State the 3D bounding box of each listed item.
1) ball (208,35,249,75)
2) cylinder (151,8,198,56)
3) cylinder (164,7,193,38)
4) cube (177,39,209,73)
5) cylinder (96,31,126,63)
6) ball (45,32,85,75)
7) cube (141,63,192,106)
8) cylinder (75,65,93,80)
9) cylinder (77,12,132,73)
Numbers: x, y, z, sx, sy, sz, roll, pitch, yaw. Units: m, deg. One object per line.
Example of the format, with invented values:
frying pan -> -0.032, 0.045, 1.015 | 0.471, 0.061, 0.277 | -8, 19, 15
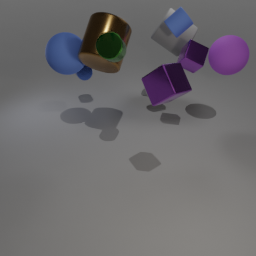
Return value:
ball -> 3.624, -2.617, 10.111 | 1.400, 1.400, 1.400 | 0, 31, 0
cylinder -> 1.898, -3.929, 11.579 | 1.400, 1.400, 1.400 | 33, 31, -9
cylinder -> 1.684, -3.501, 9.291 | 0.700, 0.700, 0.700 | -38, 23, 20
cube -> 2.125, -2.352, 9.261 | 0.700, 0.700, 0.700 | 23, -13, -9
cylinder -> -0.433, -2.138, 7.450 | 0.700, 0.700, 0.700 | 5, 6, 8
ball -> -2.089, -2.520, 9.528 | 1.400, 1.400, 1.400 | 0, 31, 0
cube -> 0.867, -0.982, 6.295 | 0.700, 0.700, 0.700 | -18, -6, -45
cylinder -> -2.005, -2.538, 12.554 | 0.700, 0.700, 0.700 | -11, 23, -17
cylinder -> -0.735, -2.661, 8.891 | 1.400, 1.400, 1.400 | 16, -8, 2
